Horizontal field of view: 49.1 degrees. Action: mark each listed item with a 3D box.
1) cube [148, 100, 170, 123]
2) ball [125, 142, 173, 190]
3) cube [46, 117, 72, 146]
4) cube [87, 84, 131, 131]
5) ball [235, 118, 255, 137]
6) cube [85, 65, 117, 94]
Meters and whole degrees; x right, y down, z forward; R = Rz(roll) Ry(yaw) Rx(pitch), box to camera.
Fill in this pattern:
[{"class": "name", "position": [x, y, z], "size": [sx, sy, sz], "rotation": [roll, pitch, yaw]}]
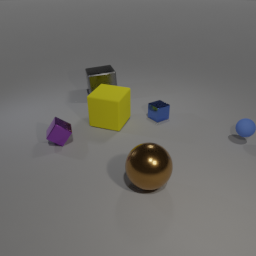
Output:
[{"class": "cube", "position": [1.366, -0.756, 12.489], "size": [0.700, 0.700, 0.700], "rotation": [-18, 33, -30]}, {"class": "ball", "position": [0.615, 1.124, 8.263], "size": [1.400, 1.400, 1.400], "rotation": [0, 28, 0]}, {"class": "cube", "position": [-2.602, 0.131, 10.577], "size": [0.700, 0.700, 0.700], "rotation": [28, 17, -27]}, {"class": "cube", "position": [-0.765, -0.900, 11.901], "size": [1.400, 1.400, 1.400], "rotation": [11, 34, 17]}, {"class": "ball", "position": [4.355, -0.006, 10.371], "size": [0.700, 0.700, 0.700], "rotation": [0, 28, 0]}, {"class": "cube", "position": [-1.368, -2.334, 14.522], "size": [1.400, 1.400, 1.400], "rotation": [-11, 29, -9]}]
